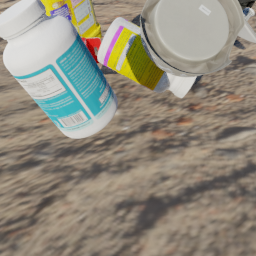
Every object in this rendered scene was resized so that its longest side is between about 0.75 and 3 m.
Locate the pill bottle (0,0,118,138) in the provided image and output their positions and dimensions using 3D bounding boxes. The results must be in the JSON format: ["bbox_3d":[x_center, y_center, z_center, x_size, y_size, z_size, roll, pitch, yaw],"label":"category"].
[{"bbox_3d":[-0.702,-0.576,2.847,0.755,1.363,0.755,-17,42,16],"label":"pill bottle"}]

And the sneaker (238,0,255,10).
[{"bbox_3d":[2.085,-2.878,5.749,1.726,0.960,0.662,-11,17,-37],"label":"sneaker"}]

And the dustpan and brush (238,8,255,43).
[{"bbox_3d":[3.058,-3.205,7.986,0.633,1.543,2.211,-44,20,8],"label":"dustpan and brush"}]

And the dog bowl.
[{"bbox_3d":[1.157,-1.903,5.343,2.024,0.594,2.024,1,82,-10],"label":"dog bowl"}]

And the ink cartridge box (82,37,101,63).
[{"bbox_3d":[-1.505,-1.722,7.170,1.739,1.011,0.585,-4,64,2],"label":"ink cartridge box"}]

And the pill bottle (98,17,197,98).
[{"bbox_3d":[0.499,-1.594,6.689,2.253,1.175,1.175,28,43,-2],"label":"pill bottle"}]

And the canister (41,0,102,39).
[{"bbox_3d":[-1.811,-3.454,7.875,1.138,2.629,1.953,18,54,26],"label":"canister"}]
